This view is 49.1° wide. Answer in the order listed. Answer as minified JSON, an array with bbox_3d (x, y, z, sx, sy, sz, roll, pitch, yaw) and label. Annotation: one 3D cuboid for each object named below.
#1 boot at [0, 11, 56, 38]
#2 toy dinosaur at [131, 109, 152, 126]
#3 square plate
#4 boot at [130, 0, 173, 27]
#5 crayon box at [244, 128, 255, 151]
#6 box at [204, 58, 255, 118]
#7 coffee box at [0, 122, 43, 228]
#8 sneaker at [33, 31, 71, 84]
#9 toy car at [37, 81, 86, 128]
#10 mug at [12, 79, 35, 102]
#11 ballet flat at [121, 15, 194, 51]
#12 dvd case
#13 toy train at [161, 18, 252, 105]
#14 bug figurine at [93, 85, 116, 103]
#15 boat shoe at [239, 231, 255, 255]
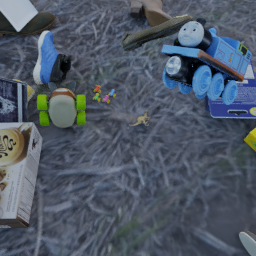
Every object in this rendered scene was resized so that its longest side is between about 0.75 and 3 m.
[{"bbox_3d":[-4.373,-4.404,10.851,2.938,1.424,1.097,-12,61,-7],"label":"boot"},{"bbox_3d":[0.479,-0.225,9.175,0.462,0.266,0.915,25,54,31],"label":"toy dinosaur"},{"bbox_3d":[-4.210,-4.514,10.518,0.183,1.275,1.287,3,52,41],"label":"square plate"},{"bbox_3d":[1.122,-4.994,11.605,2.164,0.760,1.582,21,60,11],"label":"boot"},{"bbox_3d":[4.905,0.347,8.615,1.908,0.556,1.646,-32,63,-17],"label":"crayon box"},{"bbox_3d":[3.520,-1.500,9.715,1.807,0.483,2.983,1,59,1],"label":"box"},{"bbox_3d":[-3.438,1.280,7.760,1.547,1.093,2.738,0,60,0],"label":"coffee box"},{"bbox_3d":[-2.601,-2.570,10.111,1.217,0.840,2.187,-1,64,6],"label":"sneaker"},{"bbox_3d":[-2.114,-0.998,9.074,1.397,1.342,1.701,-1,48,-11],"label":"toy car"},{"bbox_3d":[-3.714,-1.076,9.224,0.837,1.045,0.858,15,69,23],"label":"mug"},{"bbox_3d":[0.748,-2.703,7.739,2.094,0.705,0.485,-16,89,23],"label":"ballet flat"},{"bbox_3d":[-4.205,-0.839,8.764,2.288,1.701,0.183,15,28,9],"label":"dvd case"},{"bbox_3d":[1.737,-1.392,6.152,1.105,2.550,1.457,20,99,42],"label":"toy train"},{"bbox_3d":[-0.855,-1.178,9.698,0.810,0.208,0.628,15,61,8],"label":"bug figurine"},{"bbox_3d":[3.536,3.189,7.033,0.468,0.549,1.644,-32,69,-31],"label":"boat shoe"}]
